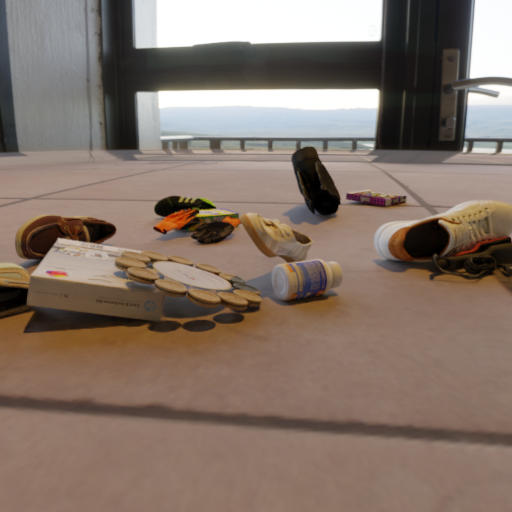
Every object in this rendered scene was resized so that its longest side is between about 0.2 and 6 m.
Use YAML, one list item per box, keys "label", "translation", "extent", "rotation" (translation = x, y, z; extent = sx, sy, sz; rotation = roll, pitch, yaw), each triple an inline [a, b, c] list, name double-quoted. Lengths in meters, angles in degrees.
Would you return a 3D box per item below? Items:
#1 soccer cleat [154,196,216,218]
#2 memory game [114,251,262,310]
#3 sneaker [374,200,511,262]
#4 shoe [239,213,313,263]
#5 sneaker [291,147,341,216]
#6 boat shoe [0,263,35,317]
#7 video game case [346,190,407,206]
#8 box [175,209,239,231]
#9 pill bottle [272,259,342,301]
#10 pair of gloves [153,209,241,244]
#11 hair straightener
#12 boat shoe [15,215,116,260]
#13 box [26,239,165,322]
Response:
- label: "soccer cleat"
  translation: [-1.953, -1.350, 15.663]
  extent: [1.789, 0.604, 0.725]
  rotation: [-6, 21, -31]
- label: "memory game"
  translation: [-0.987, 0.343, 8.356]
  extent: [2.288, 0.146, 2.288]
  rotation: [16, 9, -3]
- label: "sneaker"
  translation: [3.843, -0.367, 10.657]
  extent: [2.935, 1.069, 1.242]
  rotation: [-14, 9, -9]
- label: "shoe"
  translation: [0.384, -0.338, 9.375]
  extent: [0.780, 0.596, 2.232]
  rotation: [55, 12, 24]
- label: "sneaker"
  translation: [1.821, -1.846, 16.382]
  extent: [1.089, 1.891, 3.626]
  rotation: [-23, -25, 10]
- label: "boat shoe"
  translation: [-3.929, 0.592, 7.385]
  extent: [0.927, 0.872, 2.435]
  rotation: [22, 23, 30]
- label: "video game case"
  translation: [3.922, -1.898, 18.288]
  extent: [1.495, 0.268, 1.355]
  rotation: [17, 20, 41]
- label: "box"
  translation: [-1.361, -0.930, 14.340]
  extent: [1.622, 0.392, 0.952]
  rotation: [-10, 17, -27]
- label: "pill bottle"
  translation: [0.810, 0.357, 8.732]
  extent: [1.025, 0.574, 0.574]
  rotation: [-6, 15, -26]
- label: "pair of gloves"
  translation: [-1.364, -0.698, 13.095]
  extent: [1.716, 0.212, 1.528]
  rotation: [16, 30, 23]
- label: "hair straightener"
  translation: [4.181, 0.021, 10.113]
  extent: [2.504, 0.512, 0.963]
  rotation: [-4, 14, -31]
- label: "boat shoe"
  translation: [-3.738, -0.399, 11.306]
  extent: [0.863, 0.865, 2.397]
  rotation: [4, 8, 22]
- label: "box"
  translation: [-2.307, 0.305, 8.496]
  extent: [1.775, 0.469, 2.276]
  rotation: [9, 11, -13]
